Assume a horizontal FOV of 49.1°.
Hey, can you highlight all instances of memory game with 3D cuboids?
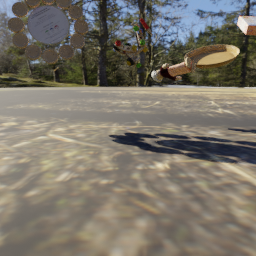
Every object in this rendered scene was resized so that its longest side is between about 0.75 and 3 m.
[{"bbox_3d":[-2.732,-3.502,9.656,2.701,2.701,0.172,-2,-6,-12],"label":"memory game"}]

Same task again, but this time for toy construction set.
[{"bbox_3d":[0.268,-2.115,7.305,0.950,0.876,1.140,-28,-10,-40],"label":"toy construction set"}]

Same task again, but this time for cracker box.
[{"bbox_3d":[3.719,-3.025,8.267,0.688,0.296,1.028,4,35,3],"label":"cracker box"}]

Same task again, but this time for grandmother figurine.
[{"bbox_3d":[1.415,-1.819,9.055,1.521,0.461,0.922,-7,-39,43],"label":"grandmother figurine"}]

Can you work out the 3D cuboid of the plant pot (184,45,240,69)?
[{"bbox_3d":[3.098,-2.635,10.404,1.957,0.269,1.957,-10,32,7],"label":"plant pot"}]
